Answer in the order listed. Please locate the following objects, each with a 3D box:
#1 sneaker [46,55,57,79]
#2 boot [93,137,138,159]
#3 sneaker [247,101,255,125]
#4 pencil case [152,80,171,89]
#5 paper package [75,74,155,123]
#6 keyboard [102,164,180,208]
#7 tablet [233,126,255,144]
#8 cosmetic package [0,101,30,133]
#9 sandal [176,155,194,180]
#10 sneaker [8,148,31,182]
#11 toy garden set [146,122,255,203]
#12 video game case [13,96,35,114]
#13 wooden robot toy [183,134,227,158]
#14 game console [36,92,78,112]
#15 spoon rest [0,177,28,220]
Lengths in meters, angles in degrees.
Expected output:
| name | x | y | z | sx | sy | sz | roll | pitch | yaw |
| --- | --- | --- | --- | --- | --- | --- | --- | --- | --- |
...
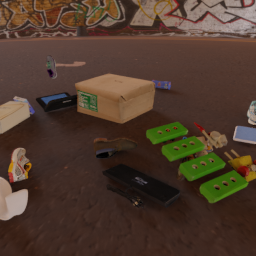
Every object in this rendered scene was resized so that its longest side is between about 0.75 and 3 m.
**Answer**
| name | x | y | z | sx | sy | sz | roll | pitch | yaw |
| --- | --- | --- | --- | --- | --- | --- | --- | --- | --- |
| sneaker | -2.479 | -1.972 | 8.970 | 0.281 | 0.756 | 0.331 | -15 | 3 | 10 |
| boot | -0.422 | 0.738 | 9.386 | 1.509 | 0.564 | 0.731 | 1 | 43 | 1 |
| sneaker | 5.539 | -0.654 | 12.037 | 0.705 | 0.784 | 1.817 | 3 | 24 | 7 |
| pencil case | 2.003 | -2.641 | 17.014 | 1.236 | 0.482 | 0.537 | 12 | 10 | 27 |
| paper package | -0.603 | -1.473 | 13.106 | 2.789 | 1.443 | 2.658 | 17 | 29 | 33 |
| keyboard | 0.170 | 1.594 | 7.587 | 2.252 | 0.232 | 1.431 | 19 | 23 | 38 |
| tablet | 5.131 | 0.371 | 10.486 | 2.162 | 0.148 | 1.407 | 11 | 25 | 22 |
| cosmetic package | -5.125 | -0.494 | 11.795 | 0.993 | 0.701 | 1.918 | 6 | 25 | 13 |
| sandal | 1.769 | 1.017 | 8.389 | 0.453 | 0.677 | 1.658 | 16 | 25 | 7 |
| sneaker | -3.195 | 1.108 | 8.412 | 0.587 | 0.556 | 1.429 | -1 | 32 | -13 |
| toy garden set | 2.256 | 0.836 | 8.225 | 2.373 | 0.568 | 2.846 | -14 | 43 | -30 |
| video game case | -4.790 | -1.040 | 12.913 | 0.751 | 0.828 | 0.188 | 13 | 54 | 29 |
| wooden robot toy | 2.423 | 0.767 | 9.233 | 1.848 | 0.814 | 0.839 | -5 | 59 | -12 |
| game console | -3.323 | -1.492 | 13.560 | 1.778 | 1.035 | 1.563 | -19 | -11 | -36 |
| spoon rest | -3.292 | 1.695 | 6.915 | 2.500 | 0.758 | 1.242 | 3 | 13 | 43 |
